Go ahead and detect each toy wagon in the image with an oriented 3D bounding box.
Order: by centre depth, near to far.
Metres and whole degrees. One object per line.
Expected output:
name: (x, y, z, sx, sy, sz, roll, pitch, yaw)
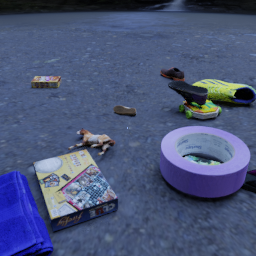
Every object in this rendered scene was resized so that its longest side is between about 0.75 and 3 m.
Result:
toy wagon: (2.996, -0.926, 12.156, 1.537, 0.392, 1.980, -8, 30, -16)

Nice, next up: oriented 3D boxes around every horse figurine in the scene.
horse figurine: (-1.133, 0.472, 9.491, 1.818, 0.454, 1.205, 5, 22, 25)

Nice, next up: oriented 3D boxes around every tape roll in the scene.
tape roll: (2.144, 0.866, 8.035, 2.414, 0.792, 2.414, -1, 31, 1)

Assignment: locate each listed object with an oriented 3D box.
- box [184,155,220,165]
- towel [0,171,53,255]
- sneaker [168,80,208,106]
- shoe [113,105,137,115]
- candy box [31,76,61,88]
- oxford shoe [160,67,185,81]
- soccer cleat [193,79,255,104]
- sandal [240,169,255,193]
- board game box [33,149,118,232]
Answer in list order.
box: (2.052, 1.157, 8.348, 1.129, 0.205, 0.815, 13, 30, 41)
towel: (-3.067, 2.080, 6.333, 2.060, 0.691, 2.790, -14, 32, -26)
sneaker: (2.449, -1.415, 11.808, 1.813, 0.794, 0.687, 26, 44, 34)
shoe: (-0.124, -0.723, 11.954, 1.056, 0.369, 0.282, 11, -14, 22)
candy box: (-4.361, -2.458, 14.973, 1.401, 0.395, 0.817, -2, 30, 1)
oxford shoe: (2.563, -3.200, 16.036, 0.653, 0.665, 1.834, -20, 35, -33)
soccer cleat: (4.332, -1.654, 12.771, 2.994, 0.968, 1.252, 6, 15, 7)
sandal: (3.623, 1.406, 7.737, 2.182, 0.522, 0.820, 9, 29, 18)
board game box: (-1.508, 1.536, 7.609, 1.671, 0.427, 2.467, -13, 31, -22)
